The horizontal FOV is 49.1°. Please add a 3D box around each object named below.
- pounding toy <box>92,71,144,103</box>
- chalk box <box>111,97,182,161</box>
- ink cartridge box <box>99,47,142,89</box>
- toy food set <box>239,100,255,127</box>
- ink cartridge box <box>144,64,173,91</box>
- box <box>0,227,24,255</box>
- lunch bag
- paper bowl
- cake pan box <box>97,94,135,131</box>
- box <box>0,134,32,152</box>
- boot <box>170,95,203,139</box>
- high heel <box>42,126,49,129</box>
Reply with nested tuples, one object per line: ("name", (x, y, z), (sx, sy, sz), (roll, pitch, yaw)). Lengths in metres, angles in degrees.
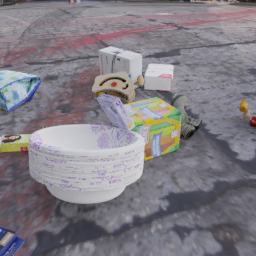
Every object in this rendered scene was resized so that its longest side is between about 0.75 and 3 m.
("pounding toy", (-0.376, -1.664, 13.086), (2.431, 1.395, 1.390), (-10, 59, 0))
("chalk box", (0.352, 0.102, 9.237), (2.399, 1.492, 1.485), (-17, 34, -24))
("ink cartridge box", (-0.398, -3.113, 14.471), (2.273, 1.664, 0.976), (24, 41, 36))
("toy food set", (5.138, -0.510, 10.960), (1.618, 0.772, 0.728), (17, 34, 15))
("ink cartridge box", (1.634, -2.661, 14.582), (1.375, 0.777, 1.877), (5, 31, 9))
("box", (-3.105, 2.581, 6.301), (1.314, 0.213, 0.796), (11, 32, 16))
("lunch bag", (-5.316, -1.868, 12.652), (1.876, 1.406, 2.206), (16, 44, 25))
("paper bowl", (-1.062, 0.903, 7.363), (2.938, 1.528, 2.938), (4, 12, -1))
("cake pan box", (-0.371, -0.457, 8.028), (0.292, 1.027, 1.115), (-38, 26, -18))
("box", (-3.585, 0.507, 9.628), (1.514, 0.379, 0.570), (-2, 32, -5))
("boot", (2.232, -0.402, 10.966), (1.497, 0.776, 2.292), (21, 44, 23))
("high heel", (-1.961, 0.208, 9.760), (1.859, 0.664, 1.326), (31, 47, 17))
